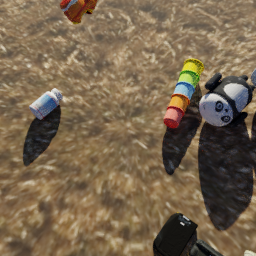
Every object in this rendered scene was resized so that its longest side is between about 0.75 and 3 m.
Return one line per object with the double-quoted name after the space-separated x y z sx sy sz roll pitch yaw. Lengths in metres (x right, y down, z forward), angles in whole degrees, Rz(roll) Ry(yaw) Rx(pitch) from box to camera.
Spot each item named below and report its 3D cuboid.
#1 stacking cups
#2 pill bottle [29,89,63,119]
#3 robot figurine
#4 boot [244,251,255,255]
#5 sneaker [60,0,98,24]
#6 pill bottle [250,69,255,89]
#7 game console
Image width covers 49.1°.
1.566 -1.003 7.929 0.650 0.650 2.150 20 63 11 "stacking cups"
-2.276 -0.693 7.863 0.486 0.486 0.894 37 68 18 "pill bottle"
2.692 -0.772 7.597 1.640 1.023 1.232 -39 60 -19 "robot figurine"
1.936 3.426 5.286 2.919 1.052 2.257 22 64 5 "boot"
-1.018 -3.227 6.889 0.636 0.672 1.742 13 62 39 "sneaker"
4.294 -0.447 7.126 1.554 1.554 2.807 -12 61 -6 "pill bottle"
1.472 2.716 6.160 1.709 0.206 1.008 34 67 18 "game console"
